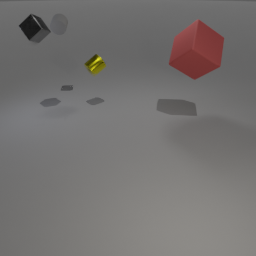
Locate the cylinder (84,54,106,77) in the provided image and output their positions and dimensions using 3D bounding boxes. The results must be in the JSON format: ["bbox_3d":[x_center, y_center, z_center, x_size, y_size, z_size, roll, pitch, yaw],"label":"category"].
[{"bbox_3d":[-1.431,-2.729,12.200,0.700,0.700,0.700,-42,40,-7],"label":"cylinder"}]

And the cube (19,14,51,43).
[{"bbox_3d":[-3.508,-3.737,10.570,0.700,0.700,0.700,-36,1,15],"label":"cube"}]

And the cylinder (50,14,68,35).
[{"bbox_3d":[-3.074,-4.635,12.516,0.700,0.700,0.700,-1,44,-3],"label":"cylinder"}]

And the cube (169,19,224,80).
[{"bbox_3d":[2.635,-2.963,10.799,1.400,1.400,1.400,24,-24,-23],"label":"cube"}]
